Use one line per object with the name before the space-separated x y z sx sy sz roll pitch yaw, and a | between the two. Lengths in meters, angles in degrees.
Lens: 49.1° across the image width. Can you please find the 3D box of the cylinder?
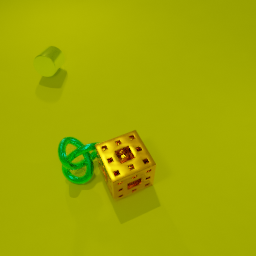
cylinder | -2.727 -2.312 9.731 0.822 0.822 0.822 10 40 7

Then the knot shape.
knot shape | -1.283 0.883 7.327 1.311 1.227 0.606 5 14 -34

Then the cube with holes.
cube with holes | -0.076 0.974 7.196 1.129 1.129 1.129 -20 56 -15
